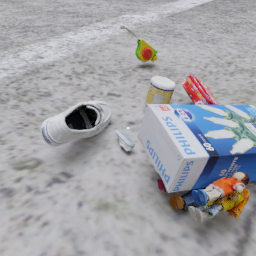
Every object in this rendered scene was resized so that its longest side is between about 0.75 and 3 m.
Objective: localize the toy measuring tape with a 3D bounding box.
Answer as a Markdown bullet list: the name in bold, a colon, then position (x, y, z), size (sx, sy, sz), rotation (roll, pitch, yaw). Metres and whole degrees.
- **toy measuring tape**: position (0.369, -3.150, 10.951), size (2.002, 0.736, 0.736), rotation (29, 20, -30)

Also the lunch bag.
- **lunch bag**: position (2.034, -0.962, 8.037), size (1.081, 0.503, 1.227), rotation (18, 38, -46)

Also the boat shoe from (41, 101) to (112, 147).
- **boat shoe**: position (-0.937, -0.203, 6.713), size (0.806, 0.907, 2.466), rotation (-23, 8, 31)

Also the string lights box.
- **string lights box**: position (1.848, 0.291, 5.559), size (2.950, 0.870, 1.516), rotation (-2, 40, -24)

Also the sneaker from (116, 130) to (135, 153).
- **sneaker**: position (-0.121, 0.311, 6.856), size (0.314, 0.305, 0.861), rotation (18, 15, -29)

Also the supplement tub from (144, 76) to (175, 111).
- **supplement tub**: position (0.882, -0.904, 8.016), size (0.717, 0.986, 0.717), rotation (11, 32, -7)

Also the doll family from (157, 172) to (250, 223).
- **doll family**: position (1.449, 1.202, 5.079), size (1.165, 0.846, 1.878), rotation (-16, 5, -21)
